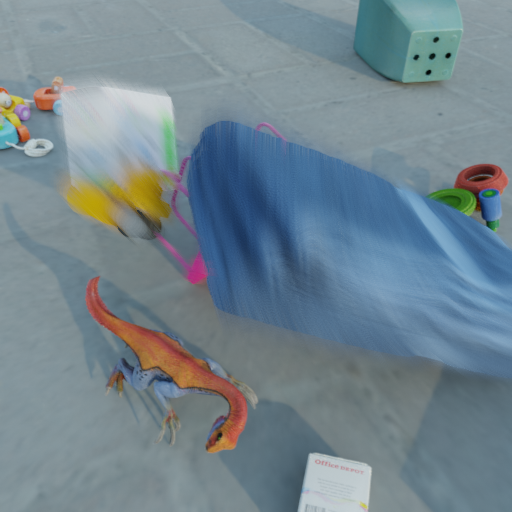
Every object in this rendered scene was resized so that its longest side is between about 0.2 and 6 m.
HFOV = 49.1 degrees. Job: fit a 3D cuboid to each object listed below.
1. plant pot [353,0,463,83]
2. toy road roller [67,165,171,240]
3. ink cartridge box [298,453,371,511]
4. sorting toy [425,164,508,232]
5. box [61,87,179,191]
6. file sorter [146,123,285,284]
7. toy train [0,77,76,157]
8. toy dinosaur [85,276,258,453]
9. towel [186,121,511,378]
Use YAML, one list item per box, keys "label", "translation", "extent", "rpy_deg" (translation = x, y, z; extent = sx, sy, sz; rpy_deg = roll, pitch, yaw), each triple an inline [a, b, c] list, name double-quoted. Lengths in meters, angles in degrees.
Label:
- label: "plant pot"
  translation: [3.978, -5.708, 14.407]
  extent: [2.033, 2.034, 2.878]
  rpy_deg: [-6, 45, -7]
- label: "toy road roller"
  translation: [-1.429, -0.672, 6.129]
  extent: [1.063, 0.776, 0.653]
  rpy_deg: [24, 2, 8]
- label: "ink cartridge box"
  translation: [0.747, 2.451, 5.455]
  extent: [0.644, 0.388, 0.886]
  rpy_deg: [9, 41, 10]
- label: "sorting toy"
  translation: [3.577, -0.808, 9.372]
  extent: [1.813, 0.744, 1.089]
  rpy_deg: [-36, 35, -21]
- label: "box"
  translation: [-1.912, -1.604, 8.090]
  extent: [0.792, 1.445, 1.638]
  rpy_deg: [0, 9, 24]
- label: "file sorter"
  translation: [-0.402, -0.887, 8.390]
  extent: [2.109, 1.466, 1.323]
  rpy_deg: [-34, 75, -34]
- label: "toy train"
  translation: [-4.971, -3.183, 12.095]
  extent: [2.202, 0.815, 2.932]
  rpy_deg: [-1, 38, -1]
- label: "toy dinosaur"
  translation: [-0.960, 1.314, 6.007]
  extent: [1.955, 2.154, 1.131]
  rpy_deg: [-3, 43, 51]
- label: "towel"
  translation: [1.501, -0.052, 6.107]
  extent: [4.510, 1.094, 2.518]
  rpy_deg: [15, 33, -30]
